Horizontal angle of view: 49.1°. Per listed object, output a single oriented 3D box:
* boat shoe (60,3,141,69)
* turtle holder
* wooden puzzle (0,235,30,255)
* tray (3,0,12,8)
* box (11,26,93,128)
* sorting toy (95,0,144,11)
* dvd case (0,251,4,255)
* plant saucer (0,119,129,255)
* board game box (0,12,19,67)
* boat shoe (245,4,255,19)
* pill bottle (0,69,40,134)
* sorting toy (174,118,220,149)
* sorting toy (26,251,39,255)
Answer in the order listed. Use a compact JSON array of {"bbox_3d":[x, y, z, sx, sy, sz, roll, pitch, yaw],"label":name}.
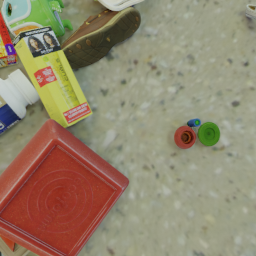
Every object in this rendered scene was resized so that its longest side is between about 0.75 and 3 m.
[{"bbox_3d":[-0.995,-2.868,8.660,2.888,1.040,0.975,-35,58,-5],"label":"boat shoe"},{"bbox_3d":[-2.872,-3.660,8.324,1.659,1.775,2.337,-24,103,3],"label":"turtle holder"},{"bbox_3d":[-2.792,2.330,7.178,1.741,0.302,2.581,36,62,10],"label":"wooden puzzle"},{"bbox_3d":[-3.442,-5.494,9.572,1.396,0.524,2.831,-3,74,-1],"label":"tray"},{"bbox_3d":[-2.036,-1.342,7.670,1.000,0.666,2.656,-31,102,-41],"label":"box"},{"bbox_3d":[-0.292,-4.354,8.593,2.260,1.207,2.034,-24,56,-6],"label":"sorting toy"},{"bbox_3d":[-3.817,3.442,6.987,1.785,0.221,1.342,-17,72,1],"label":"dvd case"},{"bbox_3d":[-1.635,1.731,6.758,2.855,0.524,2.850,42,79,-24],"label":"plant saucer"},{"bbox_3d":[-4.841,-2.548,8.437,2.445,0.566,1.852,-20,75,-21],"label":"board game box"},{"bbox_3d":[4.132,-3.710,8.788,0.405,0.468,1.097,-25,38,-6],"label":"boat shoe"},{"bbox_3d":[-3.658,-0.598,7.781,2.241,1.341,1.341,-39,78,-12],"label":"pill bottle"},{"bbox_3d":[1.906,0.150,8.077,1.373,0.564,0.825,-6,90,-14],"label":"sorting toy"},{"bbox_3d":[-3.515,4.047,7.073,2.822,0.378,2.102,-4,72,6],"label":"sorting toy"}]
